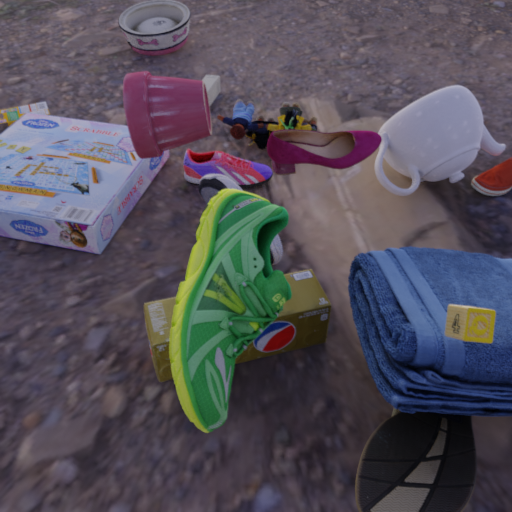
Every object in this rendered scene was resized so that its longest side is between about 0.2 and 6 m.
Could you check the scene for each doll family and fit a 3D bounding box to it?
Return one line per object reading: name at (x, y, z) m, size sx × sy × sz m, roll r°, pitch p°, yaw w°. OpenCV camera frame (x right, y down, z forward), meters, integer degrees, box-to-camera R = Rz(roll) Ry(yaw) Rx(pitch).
doll family at (0.335, -2.735, 11.945) m, size 2.281 × 0.895 × 1.318 m, roll 1°, pitch 46°, yaw 9°

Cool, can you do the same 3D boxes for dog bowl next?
dog bowl at (-2.825, -6.455, 15.909) m, size 2.029 × 0.748 × 2.029 m, roll -2°, pitch 49°, yaw 2°

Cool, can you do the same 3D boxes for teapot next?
teapot at (3.411, -2.075, 10.631) m, size 2.086 × 2.114 × 1.544 m, roll -7°, pitch 71°, yaw -63°

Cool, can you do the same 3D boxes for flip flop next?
flip flop at (1.909, 2.185, 6.563) m, size 1.161 × 0.824 × 2.862 m, roll 17°, pitch 29°, yaw 16°

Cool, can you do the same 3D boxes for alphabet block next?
alphabet block at (2.126, 0.675, 5.577) m, size 0.336 × 0.337 × 0.344 m, roll 5°, pitch -1°, yaw -15°

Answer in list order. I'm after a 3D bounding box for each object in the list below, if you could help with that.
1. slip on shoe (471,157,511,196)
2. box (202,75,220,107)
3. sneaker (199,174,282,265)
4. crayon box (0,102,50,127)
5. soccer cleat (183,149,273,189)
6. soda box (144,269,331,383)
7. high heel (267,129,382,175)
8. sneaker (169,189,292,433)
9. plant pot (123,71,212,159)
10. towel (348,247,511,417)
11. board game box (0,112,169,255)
slip on shoe at (4.909, -1.634, 10.906) m, size 1.740 × 0.532 × 0.644 m, roll -20°, pitch 48°, yaw -19°
box at (-1.201, -3.946, 13.530) m, size 0.371 × 0.446 × 1.086 m, roll 10°, pitch 42°, yaw 12°
sneaker at (-0.599, -0.489, 9.266) m, size 1.203 × 0.798 × 2.115 m, roll -29°, pitch 61°, yaw -25°
crayon box at (-5.277, -3.147, 12.755) m, size 1.110 × 0.286 × 0.698 m, roll -16°, pitch 44°, yaw -18°
soccer cleat at (-0.549, -1.729, 10.919) m, size 1.755 × 0.642 × 0.598 m, roll 3°, pitch 42°, yaw 3°
soda box at (-0.258, 0.948, 7.812) m, size 2.471 × 0.837 × 0.791 m, roll -11°, pitch 43°, yaw -12°
high heel at (1.120, -1.805, 8.906) m, size 1.900 × 0.913 × 0.641 m, roll -18°, pitch 63°, yaw -4°
sneaker at (-0.231, 0.543, 6.359) m, size 1.195 × 1.059 × 2.859 m, roll 7°, pitch 72°, yaw 12°
plant pot at (-1.367, -2.289, 8.967) m, size 1.205 × 1.347 × 1.347 m, roll -6°, pitch 42°, yaw 2°
towel at (3.806, 0.967, 7.148) m, size 4.993 × 1.212 × 2.788 m, roll 3°, pitch 27°, yaw -4°
board game box at (-3.756, -1.537, 10.678) m, size 3.248 × 0.668 × 3.240 m, roll 11°, pitch 43°, yaw 11°
